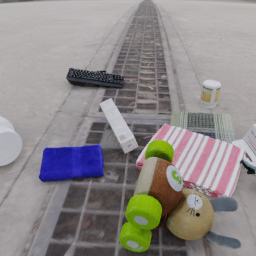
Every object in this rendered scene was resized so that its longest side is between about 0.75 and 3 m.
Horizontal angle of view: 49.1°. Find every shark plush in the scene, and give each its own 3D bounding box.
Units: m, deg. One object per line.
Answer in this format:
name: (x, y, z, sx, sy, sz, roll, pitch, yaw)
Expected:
shark plush: (4.012, 1.549, 7.887, 1.881, 0.855, 0.783, 22, 19, 34)

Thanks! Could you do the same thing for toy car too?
toy car: (1.342, 1.805, 6.433, 2.535, 2.000, 2.082, 17, 42, 6)

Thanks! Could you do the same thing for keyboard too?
keyboard: (-1.663, -2.753, 14.764, 2.930, 0.376, 1.759, 8, 31, -7)

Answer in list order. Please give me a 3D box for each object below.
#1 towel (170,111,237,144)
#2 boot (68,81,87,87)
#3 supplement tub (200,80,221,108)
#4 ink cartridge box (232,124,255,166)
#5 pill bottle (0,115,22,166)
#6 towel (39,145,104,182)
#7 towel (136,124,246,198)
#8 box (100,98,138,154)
towel: (2.756, 0.158, 10.460, 2.436, 0.437, 2.530, 4, 34, 11)
boot: (-2.536, -2.532, 14.842, 1.232, 0.430, 0.811, 25, 35, 18)
supplement tub: (3.640, -1.505, 12.420, 0.784, 1.084, 0.784, 1, 32, -1)
ink cartridge box: (4.809, 0.504, 9.009, 2.422, 0.808, 1.403, -11, 53, -18)
pill bottle: (-4.675, 0.198, 9.189, 2.581, 1.543, 1.543, 25, 39, 36)
towel: (-1.757, 1.027, 8.830, 1.957, 0.485, 1.445, -5, 31, -8)
towel: (1.989, 0.962, 8.794, 2.951, 0.441, 2.159, 19, 45, 24)
box: (-0.379, -0.153, 10.059, 0.545, 0.509, 2.630, -26, 41, -5)
